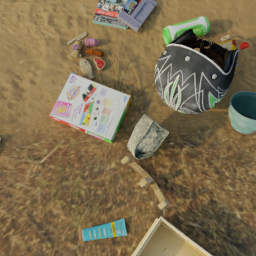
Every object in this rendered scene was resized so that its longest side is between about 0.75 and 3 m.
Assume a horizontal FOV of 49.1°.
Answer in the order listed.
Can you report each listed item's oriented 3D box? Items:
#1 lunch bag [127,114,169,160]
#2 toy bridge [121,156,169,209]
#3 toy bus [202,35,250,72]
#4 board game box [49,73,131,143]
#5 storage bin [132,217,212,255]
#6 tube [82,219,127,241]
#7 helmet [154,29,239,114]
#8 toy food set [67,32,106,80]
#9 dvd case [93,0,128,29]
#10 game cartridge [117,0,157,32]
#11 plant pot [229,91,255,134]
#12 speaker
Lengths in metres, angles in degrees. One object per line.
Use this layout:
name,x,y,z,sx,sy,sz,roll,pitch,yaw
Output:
lunch bag,0.624,0.399,10.268,0.887,1.238,1.509,34,95,-19
toy bridge,0.696,1.968,10.267,0.317,0.783,2.331,-46,71,14
toy bus,4.020,-2.892,11.536,1.840,1.736,0.951,-33,121,-8
board game box,-1.466,-0.821,11.185,2.651,0.535,2.028,22,76,6
storage bin,1.355,4.744,9.335,2.488,1.166,2.470,35,77,9
tube,-0.849,3.708,10.066,1.551,0.391,0.600,-9,88,-7
helmet,2.325,-1.906,10.087,2.956,2.956,2.818,38,60,10
toy food set,-1.673,-3.194,11.946,1.347,0.334,2.119,-34,77,-9
dvd case,-0.576,-5.544,12.652,1.565,0.236,2.144,12,76,3
game cartridge,0.403,-5.215,12.365,1.128,0.334,1.740,35,73,-8
plant pot,4.556,-0.470,10.659,1.621,1.086,1.621,2,47,-2
speaker,2.473,-4.157,11.965,1.882,0.832,0.832,-18,75,-5
